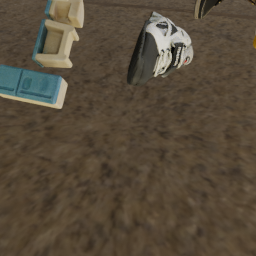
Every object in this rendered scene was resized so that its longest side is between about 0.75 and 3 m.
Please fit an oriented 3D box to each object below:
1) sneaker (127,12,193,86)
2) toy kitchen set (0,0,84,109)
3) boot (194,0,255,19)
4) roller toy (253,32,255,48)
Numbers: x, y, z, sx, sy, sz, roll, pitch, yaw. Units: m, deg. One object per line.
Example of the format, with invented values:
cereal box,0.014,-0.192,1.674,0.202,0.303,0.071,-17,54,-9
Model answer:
sneaker,0.724,-1.504,5.393,1.145,0.959,2.587,23,41,-1
toy kitchen set,-2.433,-2.314,6.780,1.767,2.403,3.000,11,81,6
boot,2.611,-3.262,6.730,1.502,0.730,1.995,29,71,19
roller toy,3.374,-2.172,5.882,1.201,1.316,0.920,-7,48,-35
